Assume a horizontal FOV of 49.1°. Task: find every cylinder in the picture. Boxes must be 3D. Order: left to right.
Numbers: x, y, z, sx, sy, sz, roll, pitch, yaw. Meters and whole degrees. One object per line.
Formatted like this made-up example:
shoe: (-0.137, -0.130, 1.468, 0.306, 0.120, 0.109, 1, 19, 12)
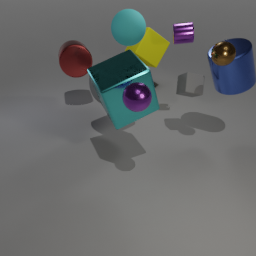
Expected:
cylinder: (-2.351, -3.075, 12.396, 1.400, 1.400, 1.400, -7, 26, -12)
cylinder: (-0.414, -1.628, 9.952, 1.400, 1.400, 1.400, 23, 26, 35)
cylinder: (1.967, -3.376, 9.997, 0.700, 0.700, 0.700, -3, 29, 7)
cylinder: (3.534, -2.082, 9.519, 1.400, 1.400, 1.400, -17, 37, 14)

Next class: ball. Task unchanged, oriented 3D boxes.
ball: (0.018, -4.006, 11.206, 1.400, 1.400, 1.400, 0, 29, 0)
ball: (0.214, -0.727, 6.596, 0.700, 0.700, 0.700, 0, 29, 0)
ball: (2.765, -2.154, 8.128, 0.700, 0.700, 0.700, 0, 29, 0)

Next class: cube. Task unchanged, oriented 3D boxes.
cube: (-0.128, -1.100, 7.921, 1.400, 1.400, 1.400, -26, 43, -6)
cube: (0.936, -4.022, 14.008, 1.400, 1.400, 1.400, 27, 5, -28)
cube: (2.212, -1.526, 9.960, 0.700, 0.700, 0.700, 8, -3, -18)
